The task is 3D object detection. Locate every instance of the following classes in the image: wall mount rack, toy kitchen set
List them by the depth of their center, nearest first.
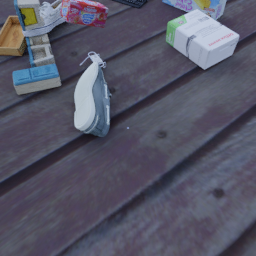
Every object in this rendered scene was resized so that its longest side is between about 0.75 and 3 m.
[{"bbox_3d":[-3.139,-2.609,8.753,1.381,1.878,2.345,-15,54,-12],"label":"toy kitchen set"},{"bbox_3d":[-1.185,-2.174,9.435,0.750,0.322,0.863,-22,56,-20],"label":"wall mount rack"}]

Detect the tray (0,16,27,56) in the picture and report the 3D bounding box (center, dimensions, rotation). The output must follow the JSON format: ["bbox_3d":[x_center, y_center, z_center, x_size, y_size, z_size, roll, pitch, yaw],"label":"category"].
[{"bbox_3d":[-4.164,-3.429,10.341,0.982,0.369,1.990,2,52,2],"label":"tray"}]

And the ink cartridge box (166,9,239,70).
[{"bbox_3d":[2.549,-3.132,9.794,1.471,0.849,2.021,-30,58,-21],"label":"ink cartridge box"}]

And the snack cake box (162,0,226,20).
[{"bbox_3d":[2.666,-5.450,11.189,2.509,1.443,0.843,33,60,23],"label":"snack cake box"}]

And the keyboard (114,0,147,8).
[{"bbox_3d":[0.035,-5.696,12.160,1.607,0.206,0.965,26,57,17],"label":"keyboard"}]

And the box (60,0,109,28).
[{"bbox_3d":[-1.188,-3.161,7.646,1.157,0.552,0.577,-6,40,-37],"label":"box"}]

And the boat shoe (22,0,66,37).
[{"bbox_3d":[-3.015,-4.130,10.268,0.876,0.862,2.469,13,43,26],"label":"boat shoe"}]

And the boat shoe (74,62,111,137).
[{"bbox_3d":[-0.975,-0.875,8.276,0.864,1.018,2.795,31,36,-31],"label":"boat shoe"}]
